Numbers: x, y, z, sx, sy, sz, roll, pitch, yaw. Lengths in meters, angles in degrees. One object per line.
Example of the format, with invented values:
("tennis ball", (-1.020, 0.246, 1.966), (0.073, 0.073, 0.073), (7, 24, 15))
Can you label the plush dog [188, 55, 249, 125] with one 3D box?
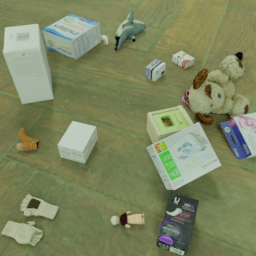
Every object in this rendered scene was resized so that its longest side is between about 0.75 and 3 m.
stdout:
("plush dog", (3.133, -1.301, 10.560), (2.125, 2.474, 1.985), (-22, 16, -32))

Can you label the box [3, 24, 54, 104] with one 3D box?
("box", (-3.912, -2.528, 11.193), (1.305, 2.454, 1.868), (-11, 47, -10))

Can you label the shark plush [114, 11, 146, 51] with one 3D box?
("shark plush", (0.053, -5.010, 14.684), (1.136, 1.239, 2.726), (36, 45, -8))

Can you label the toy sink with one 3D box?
("toy sink", (1.668, -0.046, 9.854), (1.763, 0.987, 1.149), (-11, 48, -10))

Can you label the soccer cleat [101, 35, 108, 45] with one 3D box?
("soccer cleat", (-1.164, -4.652, 14.717), (0.343, 0.307, 0.885), (-16, 46, -18))

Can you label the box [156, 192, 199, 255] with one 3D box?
("box", (1.344, 2.565, 7.564), (0.826, 0.717, 1.351), (15, 48, 14))

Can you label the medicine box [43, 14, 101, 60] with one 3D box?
("medicine box", (-2.772, -4.658, 14.159), (1.935, 1.093, 2.124), (26, 51, 23))

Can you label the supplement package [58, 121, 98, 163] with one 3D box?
("supplement package", (-1.697, 0.467, 9.600), (0.919, 0.654, 1.180), (13, 47, 12))

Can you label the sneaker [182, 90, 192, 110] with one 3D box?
("sneaker", (2.638, -1.074, 11.120), (0.479, 0.579, 1.213), (-27, 55, -25))

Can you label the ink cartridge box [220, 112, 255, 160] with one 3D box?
("ink cartridge box", (4.235, 0.243, 9.783), (1.528, 0.331, 1.500), (-12, 65, -13))

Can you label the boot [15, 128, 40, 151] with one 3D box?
("boot", (-3.494, 0.406, 9.890), (0.736, 0.350, 0.951), (-1, 58, 0))

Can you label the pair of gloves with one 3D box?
("pair of gloves", (-2.744, 2.580, 7.893), (1.128, 0.232, 1.326), (18, 50, 16))

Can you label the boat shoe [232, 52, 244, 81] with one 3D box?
("boat shoe", (4.692, -2.840, 12.677), (0.750, 0.738, 2.014), (22, 50, 20))

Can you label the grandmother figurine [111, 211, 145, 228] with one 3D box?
("grandmother figurine", (-0.014, 2.588, 7.877), (0.943, 0.286, 0.572), (-3, 19, 1))

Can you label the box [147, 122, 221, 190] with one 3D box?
("box", (1.675, 0.879, 8.582), (1.683, 0.814, 1.485), (-24, 82, -12))

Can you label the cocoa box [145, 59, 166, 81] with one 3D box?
("cocoa box", (1.220, -2.594, 12.569), (0.550, 0.559, 0.838), (29, 53, 25))

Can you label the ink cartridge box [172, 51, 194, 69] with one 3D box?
("ink cartridge box", (2.621, -3.257, 13.336), (0.628, 0.354, 0.855), (-32, 55, -25))
